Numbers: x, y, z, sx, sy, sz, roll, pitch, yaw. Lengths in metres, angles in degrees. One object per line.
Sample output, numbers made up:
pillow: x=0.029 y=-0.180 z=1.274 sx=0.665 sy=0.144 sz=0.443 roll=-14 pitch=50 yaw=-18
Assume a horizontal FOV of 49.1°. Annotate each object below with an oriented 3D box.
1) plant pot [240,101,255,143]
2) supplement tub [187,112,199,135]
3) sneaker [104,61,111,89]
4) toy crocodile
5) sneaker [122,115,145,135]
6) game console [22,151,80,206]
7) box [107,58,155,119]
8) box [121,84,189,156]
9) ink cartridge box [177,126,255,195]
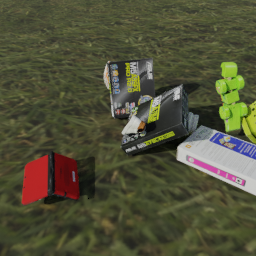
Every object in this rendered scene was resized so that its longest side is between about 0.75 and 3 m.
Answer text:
plant pot: x=3.603 y=-0.146 z=7.621 sx=0.860 sy=0.943 sz=0.947 roll=-27 pitch=53 yaw=29
supplement tub: x=1.517 y=-0.174 z=8.175 sx=0.966 sy=0.678 sz=0.678 roll=13 pitch=38 yaw=16
sneaker: x=-0.273 y=-1.541 z=9.745 sx=0.718 sy=0.728 sz=1.859 roll=-14 pitch=68 yaw=-30
toy crocodile: x=2.682 y=-0.792 z=7.374 sx=0.631 sy=1.870 sz=0.577 roll=-15 pitch=19 yaw=-2
sneaker: x=0.149 y=0.021 z=7.047 sx=0.471 sy=1.112 sz=0.405 roll=27 pitch=76 yaw=-5
game console: x=-1.739 y=1.209 z=6.384 sx=1.031 sy=0.710 sz=1.196 roll=25 pitch=31 yaw=-32
box: x=0.123 y=-1.243 z=8.745 sx=1.392 sy=1.738 sz=0.385 roll=-7 pitch=13 yaw=-10
box: x=0.761 y=-0.237 z=7.595 sx=1.781 sy=0.438 sz=1.844 roll=-25 pitch=30 yaw=29
ink cartridge box: x=2.726 y=0.817 z=6.877 sx=2.789 sy=0.517 sz=1.321 roll=21 pitch=39 yaw=34
